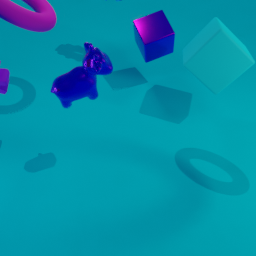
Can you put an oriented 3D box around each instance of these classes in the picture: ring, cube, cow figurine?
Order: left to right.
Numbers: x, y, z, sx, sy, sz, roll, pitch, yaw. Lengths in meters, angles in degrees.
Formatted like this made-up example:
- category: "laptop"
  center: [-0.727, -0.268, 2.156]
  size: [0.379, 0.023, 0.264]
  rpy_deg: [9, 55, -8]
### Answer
- category: "ring"
  center: [-2.620, -2.975, 6.464]
  size: [2.066, 0.413, 2.066]
  rpy_deg: [31, 29, -19]
- category: "cow figurine"
  center: [-0.763, -0.825, 4.493]
  size: [1.063, 1.046, 0.583]
  rpy_deg: [-22, 68, -8]
- category: "cube"
  center: [0.795, -2.801, 8.627]
  size: [0.973, 0.973, 0.973]
  rpy_deg: [-21, 70, -2]
- category: "cube"
  center: [2.351, -1.934, 7.507]
  size: [1.262, 1.262, 1.262]
  rpy_deg: [38, 32, -15]

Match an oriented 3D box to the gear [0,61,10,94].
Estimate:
- category: "gear"
  center: [-3.144, -1.042, 5.387]
  size: [1.575, 1.575, 0.291]
  rpy_deg: [0, 68, 0]
